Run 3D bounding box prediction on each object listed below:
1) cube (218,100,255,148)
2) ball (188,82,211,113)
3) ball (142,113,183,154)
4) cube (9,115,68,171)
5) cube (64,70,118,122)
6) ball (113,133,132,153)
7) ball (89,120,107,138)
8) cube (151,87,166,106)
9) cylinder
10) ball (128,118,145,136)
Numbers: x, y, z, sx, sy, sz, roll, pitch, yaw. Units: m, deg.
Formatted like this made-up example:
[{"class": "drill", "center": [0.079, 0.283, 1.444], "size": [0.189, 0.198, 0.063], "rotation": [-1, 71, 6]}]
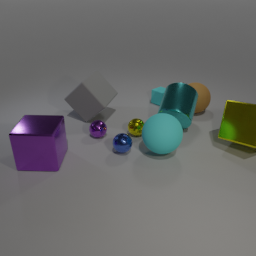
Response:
[{"class": "cube", "center": [4.284, -0.141, 9.937], "size": [1.400, 1.400, 1.400], "rotation": [4, 10, -43]}, {"class": "ball", "center": [3.049, -1.371, 12.786], "size": [1.400, 1.400, 1.400], "rotation": [0, 29, 0]}, {"class": "ball", "center": [1.178, 0.192, 9.643], "size": [1.400, 1.400, 1.400], "rotation": [0, 29, 0]}, {"class": "cube", "center": [-2.925, 0.480, 9.403], "size": [1.400, 1.400, 1.400], "rotation": [1, 29, 1]}, {"class": "cube", "center": [-1.581, -1.384, 12.131], "size": [1.400, 1.400, 1.400], "rotation": [-33, 15, 38]}, {"class": "ball", "center": [-0.196, 0.527, 9.901], "size": [0.700, 0.700, 0.700], "rotation": [0, 29, 0]}, {"class": "ball", "center": [-1.172, 0.034, 10.977], "size": [0.700, 0.700, 0.700], "rotation": [0, 29, 0]}, {"class": "cube", "center": [1.639, -1.578, 13.916], "size": [0.700, 0.700, 0.700], "rotation": [-23, 36, -38]}, {"class": "cylinder", "center": [2.032, -0.884, 11.422], "size": [1.400, 1.400, 1.400], "rotation": [11, 61, 19]}, {"class": "ball", "center": [0.335, -0.037, 11.085], "size": [0.700, 0.700, 0.700], "rotation": [0, 29, 0]}]
